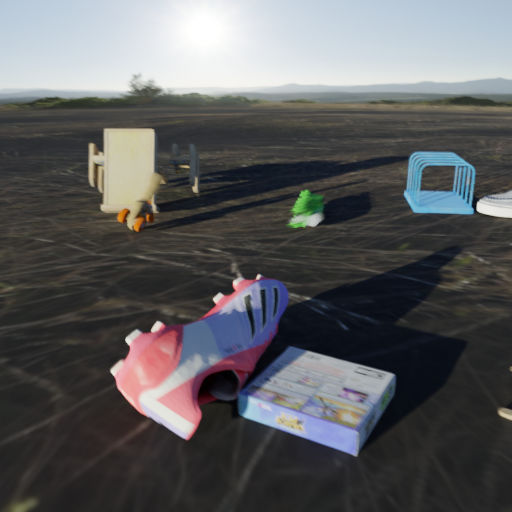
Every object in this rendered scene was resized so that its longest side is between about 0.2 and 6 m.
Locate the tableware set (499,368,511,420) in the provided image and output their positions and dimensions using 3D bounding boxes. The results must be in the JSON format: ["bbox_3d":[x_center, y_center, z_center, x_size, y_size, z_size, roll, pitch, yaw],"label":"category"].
[{"bbox_3d":[3.220,1.279,4.811,1.841,0.369,1.217,15,23,37],"label":"tableware set"}]

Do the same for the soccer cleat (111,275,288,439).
[{"bbox_3d":[-0.278,0.907,5.558,0.976,0.851,2.551,41,29,18],"label":"soccer cleat"}]

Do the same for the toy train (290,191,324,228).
[{"bbox_3d":[1.100,-0.958,11.603,0.569,0.421,2.017,13,20,5],"label":"toy train"}]

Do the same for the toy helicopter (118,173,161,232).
[{"bbox_3d":[-2.085,-1.022,10.671,0.467,1.184,0.783,28,6,11],"label":"toy helicopter"}]

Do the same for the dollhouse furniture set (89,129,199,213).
[{"bbox_3d":[-2.655,-1.738,12.990,2.444,1.731,2.660,0,-3,-1],"label":"dollhouse furniture set"}]

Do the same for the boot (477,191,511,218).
[{"bbox_3d":[5.934,-1.462,11.909,2.494,1.126,0.907,-3,19,-10],"label":"boot"}]

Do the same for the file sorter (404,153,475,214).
[{"bbox_3d":[4.115,-1.678,12.662,1.226,1.084,1.767,2,19,7],"label":"file sorter"}]

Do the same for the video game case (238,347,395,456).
[{"bbox_3d":[0.564,1.257,5.066,1.109,0.252,1.005,10,21,29],"label":"video game case"}]
